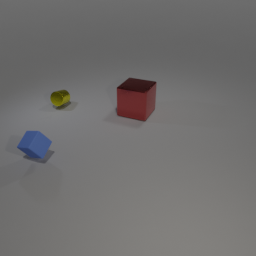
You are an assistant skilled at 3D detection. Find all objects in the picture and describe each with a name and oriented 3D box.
[{"bbox_3d":[-3.232,-1.448,13.396,0.700,0.700,0.700,10,18,16],"label":"cylinder"},{"bbox_3d":[-3.204,0.567,9.625,0.700,0.700,0.700,0,55,36],"label":"cube"},{"bbox_3d":[0.403,-1.344,12.780,1.400,1.400,1.400,12,32,20],"label":"cube"}]
